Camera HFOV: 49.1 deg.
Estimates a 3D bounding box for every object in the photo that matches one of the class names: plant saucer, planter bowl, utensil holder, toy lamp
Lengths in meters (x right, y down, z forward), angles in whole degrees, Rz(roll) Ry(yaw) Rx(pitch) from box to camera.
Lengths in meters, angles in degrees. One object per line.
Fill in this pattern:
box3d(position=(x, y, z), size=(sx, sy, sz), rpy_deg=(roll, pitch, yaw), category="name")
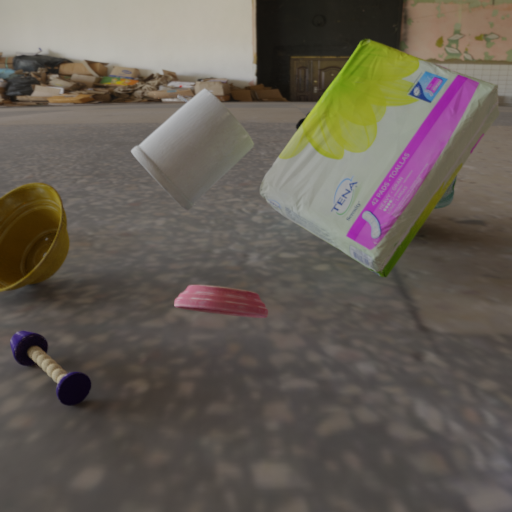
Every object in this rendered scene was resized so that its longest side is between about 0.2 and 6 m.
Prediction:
box3d(position=(-0.404, 0.541, 6.678), size=(1.116, 0.283, 1.116), rpy_deg=(7, -8, 1), category="plant saucer")
box3d(position=(-3.650, -0.156, 9.055), size=(1.942, 1.942, 0.809), rpy_deg=(12, -20, 30), category="planter bowl")
box3d(position=(-1.123, -1.929, 10.164), size=(1.734, 1.474, 1.474), rpy_deg=(-43, 26, 0), category="utensil holder")
box3d(position=(-2.400, 1.217, 6.364), size=(0.425, 0.425, 1.459), rpy_deg=(-17, 25, -39), category="toy lamp")

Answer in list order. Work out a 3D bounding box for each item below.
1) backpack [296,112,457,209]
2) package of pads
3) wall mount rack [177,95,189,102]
box3d(position=(2.581, -1.810, 11.757), size=(3.257, 2.496, 2.863), rpy_deg=(0, 19, 13), category="backpack")
box3d(position=(1.899, -1.694, 9.167), size=(2.556, 3.308, 1.128), rpy_deg=(34, -2, 30), category="package of pads")
box3d(position=(-1.406, -2.653, 11.481), size=(0.523, 1.402, 1.218), rpy_deg=(1, -4, -12), category="wall mount rack")
